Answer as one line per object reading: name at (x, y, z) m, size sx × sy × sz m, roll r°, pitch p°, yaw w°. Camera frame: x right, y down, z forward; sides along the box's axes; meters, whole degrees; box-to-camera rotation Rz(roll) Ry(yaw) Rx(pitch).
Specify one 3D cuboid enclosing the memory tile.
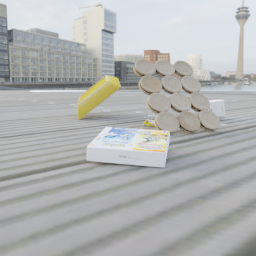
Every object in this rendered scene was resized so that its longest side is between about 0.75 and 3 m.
memory tile at (1.263, -0.907, 7.553) m, size 1.898 × 2.476 × 0.208 m, roll -5°, pitch -31°, yaw -22°

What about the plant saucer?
plant saucer at (-1.151, -1.244, 10.124) m, size 1.840 × 0.446 × 1.840 m, roll -37°, pitch 18°, yaw 8°

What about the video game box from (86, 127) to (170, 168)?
video game box at (0.057, 0.286, 4.765) m, size 1.241 × 0.291 × 1.131 m, roll 3°, pitch 19°, yaw 10°

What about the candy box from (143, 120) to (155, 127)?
candy box at (0.698, -0.150, 8.401) m, size 0.394 × 0.102 × 0.771 m, roll 8°, pitch 10°, yaw 9°

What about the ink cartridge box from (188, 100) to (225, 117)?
ink cartridge box at (2.535, -0.633, 9.557) m, size 1.303 × 0.540 × 0.955 m, roll -6°, pitch 7°, yaw 7°
